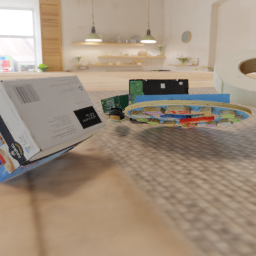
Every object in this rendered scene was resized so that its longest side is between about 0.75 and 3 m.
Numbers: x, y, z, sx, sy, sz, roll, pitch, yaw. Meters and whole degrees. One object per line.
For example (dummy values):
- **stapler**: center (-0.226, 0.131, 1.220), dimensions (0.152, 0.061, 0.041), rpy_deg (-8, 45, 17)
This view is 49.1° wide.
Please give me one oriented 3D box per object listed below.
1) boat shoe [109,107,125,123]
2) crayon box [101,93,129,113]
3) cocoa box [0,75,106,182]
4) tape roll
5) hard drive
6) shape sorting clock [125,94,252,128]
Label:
- **boat shoe**: center (-0.303, -0.364, 7.546), dimensions (0.457, 0.381, 1.225), rpy_deg (2, 6, 2)
- **crayon box**: center (0.303, -0.976, 9.826), dimensions (2.126, 0.548, 1.337), rpy_deg (-14, 6, -29)
- **cocoa box**: center (-1.500, -0.076, 4.862), dimensions (1.184, 1.203, 1.804), rpy_deg (-32, -3, 29)
- **tape roll**: center (3.468, -1.327, 7.110), dimensions (2.547, 0.465, 2.547), rpy_deg (-5, 37, 4)
- **hard drive**: center (0.955, -0.859, 8.703), dimensions (1.878, 1.312, 0.355), rpy_deg (-1, -11, -2)
- **shape sorting clock**: center (1.370, -0.281, 6.697), dimensions (2.906, 0.570, 2.906), rpy_deg (5, -10, 1)
